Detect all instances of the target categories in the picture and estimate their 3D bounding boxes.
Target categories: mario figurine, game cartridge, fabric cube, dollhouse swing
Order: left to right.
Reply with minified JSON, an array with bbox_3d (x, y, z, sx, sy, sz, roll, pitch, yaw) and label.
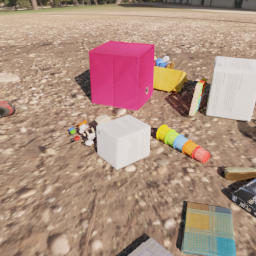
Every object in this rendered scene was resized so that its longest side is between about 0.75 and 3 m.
[{"bbox_3d":[-0.213,-2.623,13.523,2.526,2.518,2.478,11,30,19],"label":"fabric cube"},{"bbox_3d":[0.321,2.970,5.858,1.369,0.263,0.887,-25,34,-37],"label":"game cartridge"},{"bbox_3d":[1.877,-4.372,17.969,2.156,1.143,1.331,26,3,25],"label":"mario figurine"},{"bbox_3d":[2.227,-2.481,15.497,1.843,1.620,1.675,17,75,27],"label":"dollhouse swing"}]

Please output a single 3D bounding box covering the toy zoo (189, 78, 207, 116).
[{"bbox_3d":[3.129,-1.437,12.351,0.212,1.358,2.071,17,24,18],"label":"toy zoo"}]

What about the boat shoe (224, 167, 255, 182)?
[{"bbox_3d":[3.578,1.361,8.495,1.236,0.453,0.387,4,32,8],"label":"boat shoe"}]

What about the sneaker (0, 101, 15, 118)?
[{"bbox_3d":[-5.896,-0.622,11.729,2.142,0.757,1.047,-5,29,-4],"label":"sneaker"}]

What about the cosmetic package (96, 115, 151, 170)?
[{"bbox_3d":[-0.156,0.426,9.418,1.412,1.175,1.182,-20,35,-33],"label":"cosmetic package"}]

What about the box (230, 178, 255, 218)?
[{"bbox_3d":[3.584,1.914,7.697,1.211,0.264,0.970,-18,34,-29],"label":"box"}]

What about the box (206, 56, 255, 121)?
[{"bbox_3d":[4.602,-1.800,12.337,1.883,2.188,2.198,10,30,16],"label":"box"}]

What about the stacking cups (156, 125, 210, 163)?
[{"bbox_3d":[1.903,0.535,9.793,0.620,0.620,2.050,-21,36,-33],"label":"stacking cups"}]

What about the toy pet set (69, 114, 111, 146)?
[{"bbox_3d":[-1.223,0.209,10.357,1.545,0.879,1.655,-29,20,-9],"label":"toy pet set"}]

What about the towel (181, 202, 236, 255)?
[{"bbox_3d":[1.958,2.475,6.811,1.192,0.176,1.625,7,29,12],"label":"towel"}]
